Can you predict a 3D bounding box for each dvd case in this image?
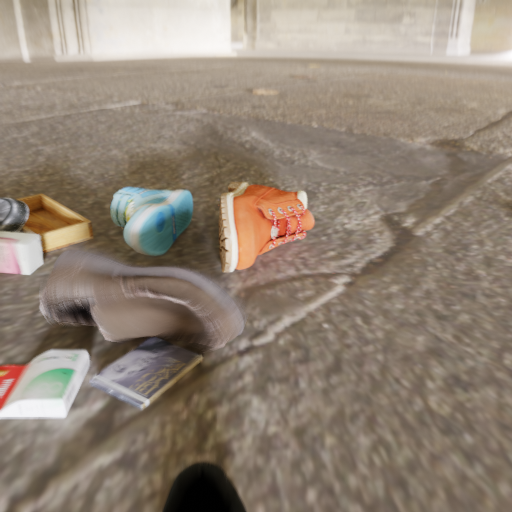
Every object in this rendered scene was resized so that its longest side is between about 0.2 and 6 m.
[{"bbox_3d":[-1.414,1.478,7.292,0.884,0.095,1.189,15,29,29],"label":"dvd case"}]

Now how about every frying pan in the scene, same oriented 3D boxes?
[{"bbox_3d":[-5.502,-0.787,11.184,2.297,0.374,1.390,19,58,31],"label":"frying pan"}]

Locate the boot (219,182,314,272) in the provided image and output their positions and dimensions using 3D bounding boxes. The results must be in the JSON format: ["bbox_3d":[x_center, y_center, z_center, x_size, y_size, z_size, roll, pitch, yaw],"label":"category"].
[{"bbox_3d":[0.203,-0.631,10.512,1.761,1.232,3.284,6,24,5],"label":"boot"}]

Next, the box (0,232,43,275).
[{"bbox_3d":[-4.364,-0.055,9.945,0.932,0.596,0.508,4,24,8],"label":"box"}]

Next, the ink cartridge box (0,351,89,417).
[{"bbox_3d":[-2.830,1.556,6.904,1.271,0.318,1.023,1,25,-1],"label":"ink cartridge box"}]

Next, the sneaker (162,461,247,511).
[{"bbox_3d":[-0.397,2.492,3.685,0.929,1.329,2.672,-3,25,-6],"label":"sneaker"}]

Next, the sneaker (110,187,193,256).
[{"bbox_3d":[-2.354,-0.699,10.956,1.606,0.978,2.460,6,19,13],"label":"sneaker"}]

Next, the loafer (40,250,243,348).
[{"bbox_3d":[-1.669,0.816,7.799,3.118,1.139,1.107,9,49,23],"label":"loafer"}]

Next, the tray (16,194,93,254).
[{"bbox_3d":[-4.445,-0.701,11.544,1.134,0.426,2.300,-22,32,-37],"label":"tray"}]
